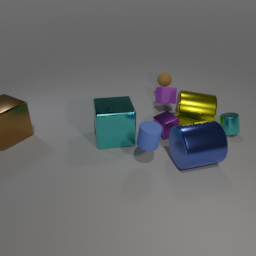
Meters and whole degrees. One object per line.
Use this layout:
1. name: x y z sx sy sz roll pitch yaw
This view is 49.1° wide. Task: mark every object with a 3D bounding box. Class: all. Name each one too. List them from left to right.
1. cube: -4.610 -0.260 10.383 1.400 1.400 1.400 19 36 30
2. cube: -0.511 -0.232 10.332 1.400 1.400 1.400 -5 31 -8
3. cylinder: 0.658 0.248 8.745 0.700 0.700 0.700 6 32 -4
4. ball: 1.780 -2.348 13.654 0.700 0.700 0.700 0 31 0
5. cube: 1.676 -1.452 12.386 0.700 0.700 0.700 1 7 -18
6. cube: 1.451 -0.123 10.693 0.700 0.700 0.700 -24 41 -20
7. cylinder: 2.617 -0.699 10.993 1.400 1.400 1.400 9 31 4
8. cylinder: 2.225 0.532 9.041 1.400 1.400 1.400 -8 32 -13
9. cylinder: 3.912 -0.168 10.763 0.700 0.700 0.700 -10 18 3
